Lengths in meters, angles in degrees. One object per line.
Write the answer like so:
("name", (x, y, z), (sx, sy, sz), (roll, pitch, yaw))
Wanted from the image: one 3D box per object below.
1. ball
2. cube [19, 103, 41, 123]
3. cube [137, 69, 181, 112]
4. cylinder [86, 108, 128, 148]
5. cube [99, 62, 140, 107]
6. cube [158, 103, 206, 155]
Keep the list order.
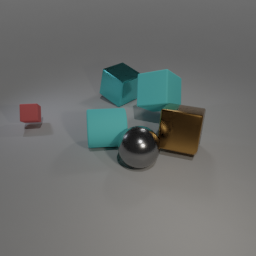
("ball", (0.369, 0.626, 9.244), (1.400, 1.400, 1.400), (0, 30, 0))
("cube", (-3.993, -0.597, 11.496), (0.700, 0.700, 0.700), (-3, -4, -6))
("cube", (1.329, -1.519, 11.789), (1.400, 1.400, 1.400), (-2, -8, 34))
("cylinder", (-0.788, -0.009, 10.277), (1.400, 1.400, 1.400), (-3, 31, -7))
("cube", (-0.353, -2.131, 13.635), (1.400, 1.400, 1.400), (37, 45, 25))
("cube", (1.916, -0.013, 10.006), (1.400, 1.400, 1.400), (11, 17, 16))
